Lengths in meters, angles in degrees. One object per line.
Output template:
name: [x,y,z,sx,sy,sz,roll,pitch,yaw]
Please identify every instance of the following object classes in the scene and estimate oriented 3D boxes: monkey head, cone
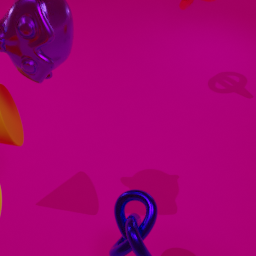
monkey head: [-1.428,-1.324,3.807,1.340,1.863,1.123,6,39,-8]
cone: [-2.501,-0.066,4.687,1.108,1.104,1.104,-16,51,-7]

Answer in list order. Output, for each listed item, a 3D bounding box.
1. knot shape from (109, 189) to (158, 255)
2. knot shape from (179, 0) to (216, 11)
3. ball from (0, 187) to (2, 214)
knot shape: [0.045,1.515,4.026,0.498,1.008,1.077,12,43,-19]
knot shape: [1.716,-3.564,6.688,0.625,1.352,1.265,9,76,-32]
ball: [-1.673,0.635,2.199,1.245,1.245,1.245,0,49,0]
